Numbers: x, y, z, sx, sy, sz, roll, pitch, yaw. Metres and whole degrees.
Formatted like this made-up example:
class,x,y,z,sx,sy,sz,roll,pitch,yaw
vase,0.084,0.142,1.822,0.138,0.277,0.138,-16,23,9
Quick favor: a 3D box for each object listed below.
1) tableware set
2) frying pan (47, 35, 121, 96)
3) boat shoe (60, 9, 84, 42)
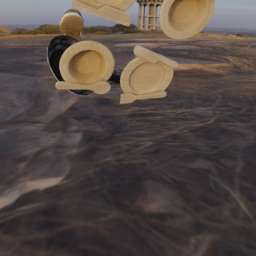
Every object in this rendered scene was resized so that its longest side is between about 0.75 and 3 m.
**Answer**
class,x,y,z,sx,sy,sz,roll,pitch,yaw
tableware set,0.084,-1.551,4.836,2.469,2.955,0.343,3,43,-24
frying pan,-0.887,-1.351,6.015,0.352,1.310,2.165,-21,3,36
boat shoe,-1.475,-2.806,7.482,0.617,0.556,1.714,-1,-2,-6
